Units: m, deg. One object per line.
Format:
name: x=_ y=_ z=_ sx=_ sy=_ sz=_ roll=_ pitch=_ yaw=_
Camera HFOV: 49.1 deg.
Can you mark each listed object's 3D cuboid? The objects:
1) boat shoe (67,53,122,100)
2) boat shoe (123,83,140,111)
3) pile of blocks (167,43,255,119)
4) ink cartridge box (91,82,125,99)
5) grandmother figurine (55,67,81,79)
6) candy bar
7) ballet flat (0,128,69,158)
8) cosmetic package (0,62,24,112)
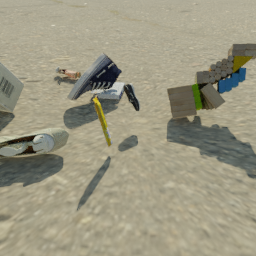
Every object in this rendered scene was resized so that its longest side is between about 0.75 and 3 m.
boat shoe: x=-0.988 y=-1.443 z=8.896 sx=0.947 sy=0.763 sz=2.042 roll=39 pitch=66 yaw=-10
boat shoe: x=0.102 y=-0.816 z=7.584 sx=0.247 sy=0.818 sz=0.302 roll=-16 pitch=-7 yaw=-25
pile of blocks: x=2.437 y=-1.228 z=8.016 sx=2.977 sy=1.222 sz=0.925 roll=-34 pitch=-7 yaw=7
ink cartridge box: x=-0.664 y=-1.287 z=9.496 sx=0.983 sy=0.213 sz=0.965 roll=4 pitch=34 yaw=10
grandmother figurine: x=-2.345 y=-2.112 z=10.663 sx=1.050 sy=0.318 sz=0.637 roll=17 pitch=8 yaw=24
candy bar: x=-0.576 y=-0.120 z=6.467 sx=0.134 sy=1.212 sz=0.302 roll=-15 pitch=13 yaw=8
ballet flat: x=-2.233 y=0.422 z=6.374 sx=1.801 sy=0.607 sz=0.561 roll=-10 pitch=20 yaw=-4
cosmetic package: x=-4.763 y=-1.375 z=8.244 sx=2.817 sy=1.458 sz=1.030 roll=11 pitch=71 yaw=15
